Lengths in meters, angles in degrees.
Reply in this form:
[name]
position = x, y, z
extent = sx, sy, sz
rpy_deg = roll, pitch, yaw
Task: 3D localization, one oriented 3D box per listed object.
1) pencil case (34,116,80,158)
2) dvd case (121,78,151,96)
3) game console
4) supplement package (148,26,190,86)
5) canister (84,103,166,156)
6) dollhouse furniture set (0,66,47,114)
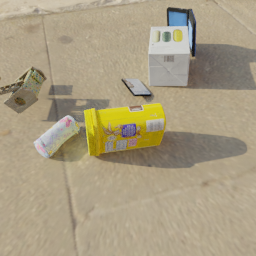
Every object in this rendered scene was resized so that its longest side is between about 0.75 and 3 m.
[pencil case]
position = -1.894, 0.227, 7.558
extent = 0.585, 0.536, 1.290
rpy_deg = 48, 56, -3
[dvd case]
position = 0.265, -1.336, 9.170
extent = 0.674, 0.083, 0.944
rpy_deg = -5, 44, -33
[game console]
position = 1.959, -3.517, 10.333
extent = 0.902, 1.524, 1.301
rpy_deg = -7, 48, 6
[supplement package]
position = 1.370, -2.437, 9.470
extent = 1.290, 1.281, 1.700
rpy_deg = 1, 47, 7
[canister]
position = -0.098, 0.039, 7.134
extent = 1.906, 1.416, 0.825
rpy_deg = -7, 59, -9
[dollhouse furniture set]
position = -3.222, -1.639, 8.070
extent = 0.969, 1.541, 1.743
rpy_deg = -28, 39, 28
